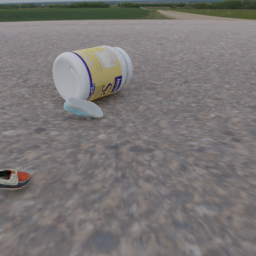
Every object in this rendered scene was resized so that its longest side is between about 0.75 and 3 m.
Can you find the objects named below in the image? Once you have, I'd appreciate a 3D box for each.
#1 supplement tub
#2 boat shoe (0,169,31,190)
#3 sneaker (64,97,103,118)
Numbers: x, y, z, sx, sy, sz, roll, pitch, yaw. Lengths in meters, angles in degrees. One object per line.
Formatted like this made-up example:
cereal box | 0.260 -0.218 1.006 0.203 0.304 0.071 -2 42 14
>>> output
supplement tub | -1.117 -1.819 9.313 1.658 1.658 2.281 22 33 38
boat shoe | -2.069 0.847 4.779 0.340 0.299 0.954 43 22 32
sneaker | -1.271 -0.514 7.901 1.142 0.468 0.422 23 50 -26
